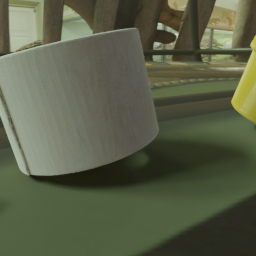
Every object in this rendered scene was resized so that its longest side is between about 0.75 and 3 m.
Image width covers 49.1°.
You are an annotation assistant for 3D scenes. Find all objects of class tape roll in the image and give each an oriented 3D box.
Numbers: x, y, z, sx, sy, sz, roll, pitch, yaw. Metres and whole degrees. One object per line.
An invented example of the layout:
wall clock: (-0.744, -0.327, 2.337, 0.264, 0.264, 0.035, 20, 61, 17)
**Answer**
tape roll: (-0.904, -0.548, 5.026, 2.669, 1.832, 2.669, -13, 16, 4)

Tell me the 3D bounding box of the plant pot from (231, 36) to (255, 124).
plant pot: (3.646, -1.110, 6.589, 2.232, 2.100, 2.232, 21, 29, -12)
